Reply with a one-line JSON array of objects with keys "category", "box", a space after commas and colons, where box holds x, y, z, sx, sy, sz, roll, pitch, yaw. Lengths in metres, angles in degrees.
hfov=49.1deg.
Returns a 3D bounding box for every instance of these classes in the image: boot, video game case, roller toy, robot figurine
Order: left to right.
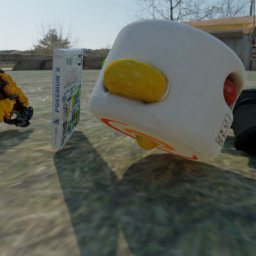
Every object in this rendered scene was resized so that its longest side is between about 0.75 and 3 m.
[{"category": "robot figurine", "box": [-3.691, -0.665, 7.149, 0.871, 2.170, 2.992, -33, 7, 17]}, {"category": "video game case", "box": [-1.414, -0.826, 6.691, 0.249, 2.062, 2.263, 5, 16, -1]}, {"category": "roller toy", "box": [0.659, -0.503, 5.081, 2.492, 1.909, 2.732, 24, -7, -12]}, {"category": "boot", "box": [2.530, -0.127, 6.526, 2.842, 1.052, 2.329, -6, 25, 11]}]
